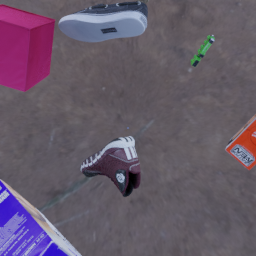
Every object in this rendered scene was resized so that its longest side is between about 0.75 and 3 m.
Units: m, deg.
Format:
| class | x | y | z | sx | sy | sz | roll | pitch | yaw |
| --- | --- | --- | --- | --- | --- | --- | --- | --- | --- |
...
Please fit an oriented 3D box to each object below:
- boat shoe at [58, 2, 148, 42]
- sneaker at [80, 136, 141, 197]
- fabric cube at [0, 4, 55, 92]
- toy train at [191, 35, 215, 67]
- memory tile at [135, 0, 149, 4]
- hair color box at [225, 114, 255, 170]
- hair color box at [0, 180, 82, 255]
| class | x | y | z | sx | sy | sz | roll | pitch | yaw |
| --- | --- | --- | --- | --- | --- | --- | --- | --- | --- |
| boat shoe | -0.606 | -2.721 | 6.913 | 2.354 | 0.823 | 0.780 | 3 | 65 | 27 |
| sneaker | -0.283 | 0.783 | 4.610 | 0.549 | 1.452 | 0.839 | -11 | 70 | -37 |
| fabric cube | -2.681 | -1.909 | 6.541 | 1.442 | 1.438 | 1.415 | 17 | 30 | 2 |
| toy train | 1.816 | -1.864 | 6.831 | 0.181 | 0.868 | 0.245 | 21 | 41 | -14 |
| memory tile | 0.007 | -3.934 | 6.456 | 2.022 | 2.638 | 0.221 | 30 | 86 | -16 |
| hair color box | 3.229 | -0.210 | 6.127 | 0.703 | 1.166 | 2.297 | 43 | 112 | 13 |
| hair color box | -1.316 | 1.562 | 3.823 | 2.079 | 1.137 | 0.674 | 14 | 56 | 49 |
